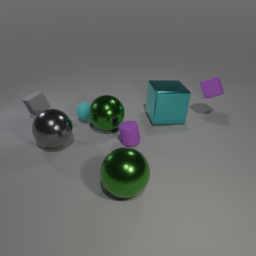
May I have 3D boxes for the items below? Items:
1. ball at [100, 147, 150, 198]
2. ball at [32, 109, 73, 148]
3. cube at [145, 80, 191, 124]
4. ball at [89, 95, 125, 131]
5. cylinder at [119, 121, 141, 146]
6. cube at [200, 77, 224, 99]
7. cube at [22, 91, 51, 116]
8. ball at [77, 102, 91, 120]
[{"bbox_3d":[-0.077,1.236,7.831,1.400,1.400,1.400,0,31,0],"label":"ball"},{"bbox_3d":[-2.655,0.019,9.867,1.400,1.400,1.400,0,31,0],"label":"ball"},{"bbox_3d":[1.606,-1.093,11.623,1.400,1.400,1.400,-2,29,-11],"label":"cube"},{"bbox_3d":[-0.822,-0.584,10.880,1.400,1.400,1.400,0,31,0],"label":"ball"},{"bbox_3d":[0.067,0.187,10.190,0.700,0.700,0.700,-8,27,4],"label":"cylinder"},{"bbox_3d":[3.487,-1.652,11.586,0.700,0.700,0.700,-16,-2,29],"label":"cube"},{"bbox_3d":[-3.683,-0.992,11.276,0.700,0.700,0.700,-38,30,-27],"label":"cube"},{"bbox_3d":[-1.750,-0.697,11.467,0.700,0.700,0.700,0,31,0],"label":"ball"}]
